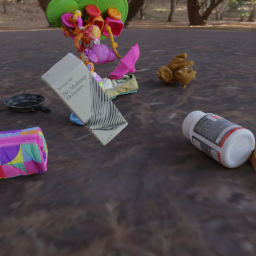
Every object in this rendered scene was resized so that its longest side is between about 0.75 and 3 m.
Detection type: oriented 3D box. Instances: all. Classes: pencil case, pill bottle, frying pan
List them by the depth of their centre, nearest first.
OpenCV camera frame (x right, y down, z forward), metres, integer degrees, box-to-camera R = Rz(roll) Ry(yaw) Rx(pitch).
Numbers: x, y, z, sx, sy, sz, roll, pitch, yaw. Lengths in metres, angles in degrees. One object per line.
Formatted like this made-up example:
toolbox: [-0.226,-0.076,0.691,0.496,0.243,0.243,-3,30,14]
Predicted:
pencil case: [-3.327,0.679,6.513,2.795,1.235,1.235,-8,25,-16]
pill bottle: [2.377,0.219,7.663,1.071,1.071,1.849,-11,27,-23]
frying pan: [-3.641,-0.932,11.065,2.552,0.415,1.543,12,28,20]

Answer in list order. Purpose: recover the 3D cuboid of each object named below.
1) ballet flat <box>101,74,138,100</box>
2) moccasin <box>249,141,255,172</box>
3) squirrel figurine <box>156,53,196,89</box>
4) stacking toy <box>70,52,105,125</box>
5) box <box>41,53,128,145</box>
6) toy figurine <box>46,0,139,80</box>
ballet flat: [-0.688,-1.784,12.223,1.047,1.047,2.962,20,31,38]
moccasin: [3.432,0.851,6.637,0.714,0.754,1.953,4,24,10]
squirrel figurine: [2.475,-2.690,14.249,2.015,1.426,1.880,-13,34,6]
stacking toy: [-1.326,-1.429,9.646,1.422,2.451,1.345,-1,24,-1]
box: [-0.800,-0.513,5.608,0.762,1.854,0.634,-44,44,-5]
toy figurine: [-0.751,-2.493,7.997,2.609,1.959,2.402,-6,59,-34]
